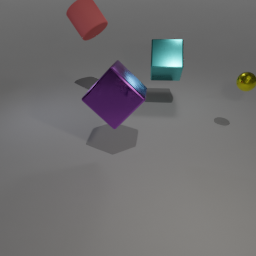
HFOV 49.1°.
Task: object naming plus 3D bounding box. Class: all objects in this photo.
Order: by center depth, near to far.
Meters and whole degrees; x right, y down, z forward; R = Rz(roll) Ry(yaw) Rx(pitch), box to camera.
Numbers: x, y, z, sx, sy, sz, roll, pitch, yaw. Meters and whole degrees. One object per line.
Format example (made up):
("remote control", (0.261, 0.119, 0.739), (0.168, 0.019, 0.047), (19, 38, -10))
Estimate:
("cube", (-0.378, -1.087, 8.907), (1.400, 1.400, 1.400), (42, 20, -11))
("ball", (4.291, -1.674, 10.140), (0.700, 0.700, 0.700), (0, 29, 0))
("cube", (1.751, -3.084, 12.827), (1.400, 1.400, 1.400), (2, -14, 4))
("cylinder", (-1.876, -5.022, 12.897), (1.400, 1.400, 1.400), (-34, 4, 3))
